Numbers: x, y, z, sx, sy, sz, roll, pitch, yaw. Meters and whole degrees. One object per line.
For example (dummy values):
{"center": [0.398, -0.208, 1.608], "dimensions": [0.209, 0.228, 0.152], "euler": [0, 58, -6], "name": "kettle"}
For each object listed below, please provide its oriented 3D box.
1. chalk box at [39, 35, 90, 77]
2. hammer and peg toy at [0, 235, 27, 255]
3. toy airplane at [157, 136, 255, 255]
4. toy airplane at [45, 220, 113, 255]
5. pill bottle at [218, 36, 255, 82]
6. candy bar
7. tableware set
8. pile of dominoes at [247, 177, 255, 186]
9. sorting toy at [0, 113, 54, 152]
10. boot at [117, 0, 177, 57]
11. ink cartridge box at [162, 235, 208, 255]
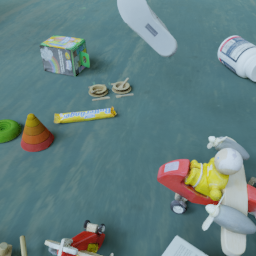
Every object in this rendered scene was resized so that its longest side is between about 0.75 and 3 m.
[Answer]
{"center": [-2.476, -3.038, 11.837], "dimensions": [1.988, 1.237, 1.231], "euler": [13, 40, 14], "name": "chalk box"}
{"center": [-2.501, 2.626, 5.071], "dimensions": [1.596, 0.563, 1.174], "euler": [8, 36, -20], "name": "hammer and peg toy"}
{"center": [2.183, 1.202, 6.005], "dimensions": [2.443, 1.732, 2.454], "euler": [-18, 41, -23], "name": "toy airplane"}
{"center": [-0.920, 2.343, 5.255], "dimensions": [1.216, 0.862, 1.222], "euler": [1, 3, -18], "name": "toy airplane"}
{"center": [4.798, -2.818, 11.507], "dimensions": [1.286, 1.286, 2.151], "euler": [-11, 40, -14], "name": "pill bottle"}
{"center": [-1.414, -0.423, 9.311], "dimensions": [2.045, 0.227, 0.510], "euler": [-7, 39, -8], "name": "candy bar"}
{"center": [-0.682, -1.530, 10.630], "dimensions": [1.640, 0.329, 1.084], "euler": [-9, 39, -12], "name": "tableware set"}
{"center": [3.352, 1.695, 6.734], "dimensions": [1.109, 0.177, 0.864], "euler": [22, 43, 38], "name": "pile of dominoes"}
{"center": [-3.664, -0.191, 8.374], "dimensions": [2.969, 1.023, 1.030], "euler": [13, 40, 14], "name": "sorting toy"}
{"center": [0.510, -2.638, 7.322], "dimensions": [0.737, 2.005, 0.958], "euler": [-38, 4, 13], "name": "boot"}
{"center": [1.184, 2.919, 4.124], "dimensions": [2.087, 0.864, 1.521], "euler": [27, 46, 29], "name": "ink cartridge box"}
